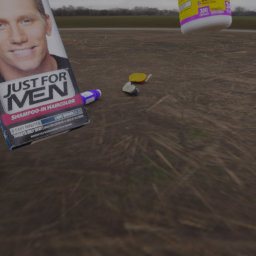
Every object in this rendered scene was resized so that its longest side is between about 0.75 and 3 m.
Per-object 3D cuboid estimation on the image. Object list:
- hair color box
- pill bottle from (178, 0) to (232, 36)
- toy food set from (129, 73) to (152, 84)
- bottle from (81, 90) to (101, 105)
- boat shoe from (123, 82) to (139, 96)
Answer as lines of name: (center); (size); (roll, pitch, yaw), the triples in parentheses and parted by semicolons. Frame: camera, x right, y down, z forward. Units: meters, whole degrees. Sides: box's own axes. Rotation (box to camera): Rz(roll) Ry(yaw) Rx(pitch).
hair color box: (-1.631, -1.019, 4.379); (1.238, 2.475, 0.749); (-20, 1, -25)
pill bottle: (1.302, -2.603, 4.984); (0.897, 1.722, 0.897); (-9, 7, 1)
toy food set: (0.536, -2.163, 12.578); (0.995, 0.325, 0.585); (9, 49, 25)
bottle: (-1.404, -1.117, 10.043); (0.468, 0.366, 1.120); (15, 28, 28)
boat shoe: (0.114, -1.527, 11.162); (0.379, 0.439, 1.209); (38, 5, -23)
